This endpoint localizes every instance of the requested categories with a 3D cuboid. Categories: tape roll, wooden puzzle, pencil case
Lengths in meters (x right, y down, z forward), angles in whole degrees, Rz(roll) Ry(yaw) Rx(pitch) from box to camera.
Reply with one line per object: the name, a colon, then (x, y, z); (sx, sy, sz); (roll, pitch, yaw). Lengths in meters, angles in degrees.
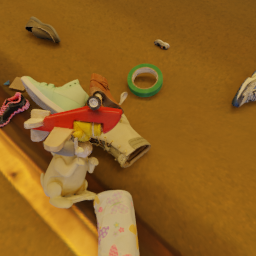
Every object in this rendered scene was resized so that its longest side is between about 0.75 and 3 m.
tape roll: (0.755, -2.104, 12.326); (1.555, 0.374, 1.555); (-2, 64, 5)
wooden puzzle: (-4.838, -1.966, 12.585); (1.249, 0.146, 0.843); (18, 51, 13)
pencil case: (-0.361, 3.214, 8.094); (1.272, 1.165, 2.804); (-13, 53, 5)

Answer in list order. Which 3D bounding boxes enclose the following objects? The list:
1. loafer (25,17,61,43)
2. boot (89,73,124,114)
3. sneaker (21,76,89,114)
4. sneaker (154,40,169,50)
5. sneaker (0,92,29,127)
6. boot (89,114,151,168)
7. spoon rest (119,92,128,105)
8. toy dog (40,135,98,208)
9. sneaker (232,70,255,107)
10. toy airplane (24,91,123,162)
loafer: (-4.402, -4.877, 14.390); (2.376, 0.894, 0.828); (34, 73, 26)
boot: (-0.791, -1.202, 10.224); (1.603, 0.615, 1.245); (28, 39, -37)
sneaker: (-2.955, -1.547, 11.662); (2.899, 1.067, 1.710); (36, 66, 13)
sneaker: (1.668, -4.203, 14.140); (0.825, 0.305, 0.327); (26, 62, 18)
sneaker: (-4.870, -0.794, 11.267); (0.710, 0.857, 1.798); (34, 62, 21)
boot: (-0.880, 0.537, 10.047); (2.960, 1.067, 2.289); (-24, 57, -30)
spoon rest: (-0.283, -1.191, 11.767); (0.233, 0.381, 0.768); (41, 88, 27)
toy dog: (-1.926, 1.152, 9.041); (1.551, 2.222, 2.155); (1, 4, -45)
sneaker: (5.398, -1.615, 11.823); (1.098, 0.993, 2.577); (39, 63, 21)
toy airplane: (-1.651, 0.081, 8.109); (2.493, 1.759, 2.483); (-28, 20, -36)
